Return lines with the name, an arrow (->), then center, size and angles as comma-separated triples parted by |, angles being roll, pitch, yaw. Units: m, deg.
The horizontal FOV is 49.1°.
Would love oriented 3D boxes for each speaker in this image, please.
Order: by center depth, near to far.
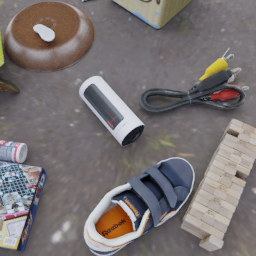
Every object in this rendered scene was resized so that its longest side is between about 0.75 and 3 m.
speaker -> -0.410, -0.433, 6.943 | 0.746, 0.746, 1.837 | -34, 68, -16

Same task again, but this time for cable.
cable -> 1.814, -0.831, 7.412 | 2.940, 0.740, 1.428 | -24, 81, 1

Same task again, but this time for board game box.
board game box -> -3.263, 1.537, 6.070 | 2.561, 0.443, 1.735 | 8, 63, 5

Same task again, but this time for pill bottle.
pill bottle -> -2.838, 0.548, 6.567 | 0.799, 0.478, 0.478 | 7, 63, 3

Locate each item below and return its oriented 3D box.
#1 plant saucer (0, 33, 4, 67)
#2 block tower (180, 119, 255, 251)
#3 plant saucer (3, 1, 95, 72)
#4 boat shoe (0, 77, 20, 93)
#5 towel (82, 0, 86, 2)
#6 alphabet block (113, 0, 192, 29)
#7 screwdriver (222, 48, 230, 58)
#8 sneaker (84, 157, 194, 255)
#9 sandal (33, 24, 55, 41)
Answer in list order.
plant saucer -> -4.325, -1.798, 7.154 | 2.210, 0.529, 2.207 | -31, 49, 3
block tower -> 2.079, 1.105, 6.110 | 0.836, 0.781, 2.892 | 26, 65, 14
plant saucer -> -2.402, -2.925, 8.381 | 2.784, 0.509, 2.784 | 0, 63, 0
boat shoe -> -3.216, -1.093, 7.284 | 0.286, 0.842, 0.303 | -43, 57, 9
towel -> -1.010, -4.912, 9.601 | 1.562, 0.183, 1.191 | -20, 64, -11
alphabet block -> 0.900, -4.869, 8.271 | 2.278, 2.333, 2.291 | 37, 68, 13
screwdriver -> 2.761, -2.079, 8.133 | 0.123, 0.128, 0.881 | 34, 71, 14
sneaker -> 0.361, 1.505, 5.730 | 2.834, 1.125, 1.112 | -37, 67, -19
sandal -> -2.306, -2.624, 7.820 | 0.377, 0.228, 0.926 | -32, 57, -18
